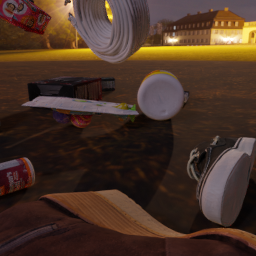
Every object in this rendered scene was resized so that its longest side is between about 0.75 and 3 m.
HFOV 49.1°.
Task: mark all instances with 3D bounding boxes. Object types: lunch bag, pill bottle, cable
[{"bbox_3d":[-2.697,-2.904,6.666,1.642,0.673,1.447,33,16,-2],"label":"lunch bag"},{"bbox_3d":[1.031,-1.140,8.902,1.336,1.336,2.446,2,15,6],"label":"pill bottle"},{"bbox_3d":[-1.822,0.737,4.034,0.828,0.454,0.454,-14,21,-39],"label":"pill bottle"},{"bbox_3d":[-0.580,-3.336,8.257,0.987,2.852,2.851,-32,2,-30],"label":"cable"}]

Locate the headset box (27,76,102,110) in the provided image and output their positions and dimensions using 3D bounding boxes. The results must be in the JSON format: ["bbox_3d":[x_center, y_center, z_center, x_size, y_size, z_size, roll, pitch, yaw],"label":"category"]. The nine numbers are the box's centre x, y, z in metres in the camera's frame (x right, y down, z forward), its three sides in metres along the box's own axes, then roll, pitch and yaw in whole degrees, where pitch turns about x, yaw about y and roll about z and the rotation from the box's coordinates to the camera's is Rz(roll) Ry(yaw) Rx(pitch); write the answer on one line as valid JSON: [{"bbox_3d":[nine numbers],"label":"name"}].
[{"bbox_3d":[-2.166,-1.347,10.350,1.805,0.937,2.426,6,19,20],"label":"headset box"}]

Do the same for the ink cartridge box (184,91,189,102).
[{"bbox_3d":[1.769,-1.306,11.387,1.333,0.289,1.321,4,17,16],"label":"ink cartridge box"}]

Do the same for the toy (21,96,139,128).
[{"bbox_3d":[-1.183,-0.388,7.560,2.818,0.665,1.623,2,13,-3],"label":"toy"}]

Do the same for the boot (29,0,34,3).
[{"bbox_3d":[-3.409,-3.863,8.236,1.078,0.938,0.373,-21,13,12],"label":"boot"}]

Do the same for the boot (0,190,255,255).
[{"bbox_3d":[-0.434,1.226,1.499,2.363,1.028,2.841,-12,13,-32],"label":"boot"}]

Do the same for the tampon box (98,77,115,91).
[{"bbox_3d":[-1.130,-2.146,13.703,0.941,0.594,0.705,-2,16,-8],"label":"tampon box"}]

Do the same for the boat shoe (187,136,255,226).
[{"bbox_3d":[1.271,0.602,3.948,0.779,0.865,2.446,9,11,28],"label":"boat shoe"}]
